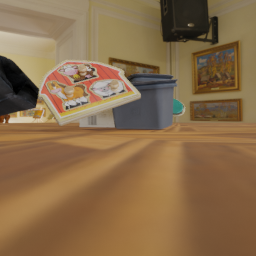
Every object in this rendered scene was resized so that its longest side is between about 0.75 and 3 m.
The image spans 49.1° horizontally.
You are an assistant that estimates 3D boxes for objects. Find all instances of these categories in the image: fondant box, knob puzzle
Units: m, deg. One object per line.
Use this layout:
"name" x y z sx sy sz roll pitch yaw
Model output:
"fondant box" -0.319 -0.318 8.615 1.411 0.570 1.956 1 3 35
"knob puzzle" -0.791 -0.832 4.820 1.791 0.248 1.791 1 43 -1

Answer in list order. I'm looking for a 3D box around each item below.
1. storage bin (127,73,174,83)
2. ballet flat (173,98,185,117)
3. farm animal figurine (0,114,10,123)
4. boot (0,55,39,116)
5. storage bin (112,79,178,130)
"storage bin" 0.761 -1.058 11.626 2.022 1.866 2.778 0 0 -17
"ballet flat" 1.177 -0.671 8.774 0.605 0.559 1.794 -41 41 -12
"farm animal figurine" -3.935 -0.625 6.980 1.759 0.884 1.420 7 5 -4
"boot" -2.134 -0.462 3.298 1.683 0.553 1.387 -10 -20 22
"storage bin" 0.323 -0.497 5.954 1.448 0.973 1.054 2 10 32
